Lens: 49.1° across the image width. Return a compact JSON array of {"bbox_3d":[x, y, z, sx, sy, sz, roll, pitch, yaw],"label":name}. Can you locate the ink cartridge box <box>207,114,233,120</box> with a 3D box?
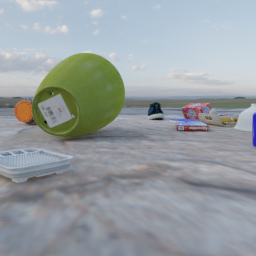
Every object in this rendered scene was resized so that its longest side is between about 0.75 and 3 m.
[{"bbox_3d":[5.349,-0.598,15.922,1.684,0.312,0.797,3,9,9],"label":"ink cartridge box"}]

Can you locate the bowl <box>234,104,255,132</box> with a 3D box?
[{"bbox_3d":[5.000,-0.387,10.123,2.174,0.977,2.174,0,5,0],"label":"bowl"}]

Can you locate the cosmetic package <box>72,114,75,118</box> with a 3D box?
[{"bbox_3d":[-1.420,-1.066,10.085,1.485,1.484,1.800,-44,21,-23],"label":"cosmetic package"}]

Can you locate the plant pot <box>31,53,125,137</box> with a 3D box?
[{"bbox_3d":[-1.589,-0.795,8.277,2.636,2.636,2.818,1,18,8],"label":"plant pot"}]

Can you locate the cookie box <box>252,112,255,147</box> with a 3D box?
[{"bbox_3d":[4.051,0.000,6.671,1.865,0.819,2.181,3,6,29],"label":"cookie box"}]

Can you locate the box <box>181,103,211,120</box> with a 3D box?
[{"bbox_3d":[3.879,-0.925,15.792,0.798,0.764,1.601,-26,16,-24],"label":"box"}]

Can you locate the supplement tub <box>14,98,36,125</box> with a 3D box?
[{"bbox_3d":[-4.275,-0.807,13.121,1.237,1.237,2.020,2,6,16],"label":"supplement tub"}]

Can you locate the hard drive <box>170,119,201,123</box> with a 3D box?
[{"bbox_3d":[2.818,-0.322,13.576,0.924,0.178,1.401,-3,6,-27],"label":"hard drive"}]

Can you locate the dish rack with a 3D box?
[{"bbox_3d":[-1.502,0.529,4.111,1.198,0.261,1.028,5,6,42],"label":"dish rack"}]

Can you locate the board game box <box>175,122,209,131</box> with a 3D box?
[{"bbox_3d":[2.403,-0.085,10.811,1.112,0.210,2.161,2,5,9],"label":"board game box"}]

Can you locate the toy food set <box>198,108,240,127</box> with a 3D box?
[{"bbox_3d":[4.619,-0.496,12.420,2.439,0.737,1.750,-1,6,-14],"label":"toy food set"}]

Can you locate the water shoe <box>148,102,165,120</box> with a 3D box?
[{"bbox_3d":[1.566,-1.029,16.640,0.914,1.009,2.558,0,5,-5],"label":"water shoe"}]
